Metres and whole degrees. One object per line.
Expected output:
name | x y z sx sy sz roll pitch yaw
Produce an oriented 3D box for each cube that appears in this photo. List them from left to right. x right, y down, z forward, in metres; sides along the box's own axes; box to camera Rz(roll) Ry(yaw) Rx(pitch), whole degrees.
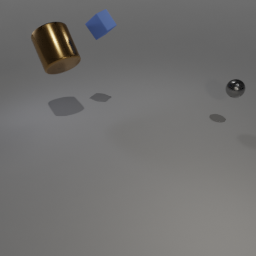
cube | -1.001 -3.840 10.404 0.700 0.700 0.700 -23 19 42

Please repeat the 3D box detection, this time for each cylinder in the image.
cylinder | -2.637 -2.902 10.300 1.400 1.400 1.400 -23 -3 -1

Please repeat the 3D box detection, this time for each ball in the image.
ball | 4.012 -1.473 10.465 0.700 0.700 0.700 0 30 0
